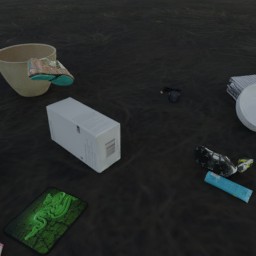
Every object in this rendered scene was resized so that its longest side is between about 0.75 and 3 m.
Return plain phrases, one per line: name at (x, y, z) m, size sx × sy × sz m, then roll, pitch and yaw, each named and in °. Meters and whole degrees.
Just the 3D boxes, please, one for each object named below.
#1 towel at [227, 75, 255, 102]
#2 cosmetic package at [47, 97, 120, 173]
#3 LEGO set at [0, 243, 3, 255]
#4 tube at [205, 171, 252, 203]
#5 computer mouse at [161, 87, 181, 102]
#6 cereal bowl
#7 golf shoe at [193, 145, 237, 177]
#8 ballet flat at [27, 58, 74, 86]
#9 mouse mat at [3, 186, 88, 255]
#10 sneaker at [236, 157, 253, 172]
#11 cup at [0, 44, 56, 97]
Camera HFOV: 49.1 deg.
towel at (5.738, -1.569, 12.714) m, size 1.792 × 0.926 × 2.164 m, roll -7°, pitch 36°, yaw -8°
cosmetic package at (-1.532, 0.143, 9.551) m, size 2.666 × 1.504 × 1.082 m, roll 25°, pitch 40°, yaw 35°
LEGO set at (-3.351, 2.976, 6.262) m, size 0.746 × 0.604 × 1.623 m, roll -26°, pitch 29°, yaw 26°
tube at (2.944, 1.706, 8.261) m, size 1.321 × 0.333 × 0.512 m, roll 25°, pitch 48°, yaw 25°
computer mouse at (2.021, -1.683, 13.390) m, size 0.964 × 0.316 × 1.373 m, roll 8°, pitch 34°, yaw 11°
cereal bowl at (5.193, -0.689, 11.012) m, size 2.058 × 0.857 × 2.058 m, roll 2°, pitch 67°, yaw -5°
golf shoe at (2.795, 1.068, 9.092) m, size 0.742 × 0.611 × 1.571 m, roll 2°, pitch 27°, yaw -37°
ballet flat at (-2.581, -1.966, 9.572) m, size 0.766 × 0.756 × 2.250 m, roll -17°, pitch -4°, yaw 17°
mouse mat at (-2.145, 2.365, 7.458) m, size 1.491 × 0.070 × 1.853 m, roll 17°, pitch 36°, yaw 24°
sneaker at (3.705, 1.181, 9.090) m, size 0.829 × 0.309 × 0.351 m, roll -13°, pitch 28°, yaw -34°
cup at (-4.697, -2.667, 13.372) m, size 2.748 × 1.966 × 2.748 m, roll -1°, pitch 32°, yaw 0°
